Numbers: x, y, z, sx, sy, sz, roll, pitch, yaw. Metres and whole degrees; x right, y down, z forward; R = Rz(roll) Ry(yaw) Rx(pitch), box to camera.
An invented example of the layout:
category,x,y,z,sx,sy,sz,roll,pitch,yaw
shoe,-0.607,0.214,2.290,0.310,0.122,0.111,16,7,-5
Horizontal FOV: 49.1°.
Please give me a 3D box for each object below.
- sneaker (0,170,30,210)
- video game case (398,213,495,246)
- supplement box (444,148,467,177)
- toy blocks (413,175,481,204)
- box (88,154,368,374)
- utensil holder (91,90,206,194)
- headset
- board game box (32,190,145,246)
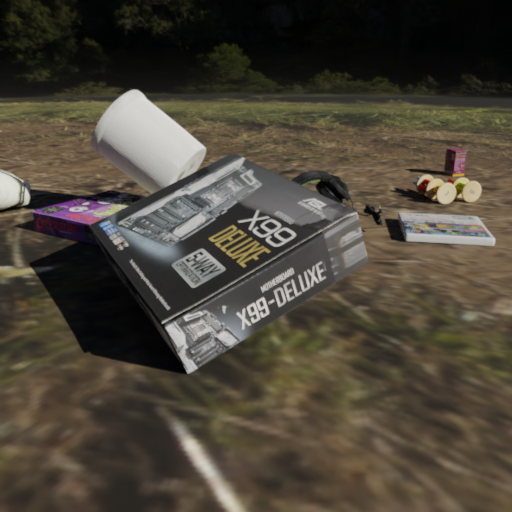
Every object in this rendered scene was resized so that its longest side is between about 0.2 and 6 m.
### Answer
category,x,y,z,sx,sy,sz,roll,pitch,yaw
sneaker,-6.185,-1.474,12.363,2.917,1.103,1.279,17,10,31
video game case,3.537,-0.515,10.598,1.547,0.178,1.409,4,21,7
supplement box,5.533,-2.602,15.581,0.366,0.709,0.464,-5,21,-13
toy blocks,4.432,-1.637,13.232,1.140,0.497,1.368,-5,20,-12
box,-0.532,-0.169,7.310,2.509,0.792,3.182,-30,33,-15
utensil holder,-2.065,-2.083,10.883,1.727,1.467,1.467,39,26,1
headset,1.395,-0.887,10.364,1.948,1.203,0.915,3,35,-25
board game box,-2.257,-0.647,10.588,3.414,0.551,2.049,12,27,29
